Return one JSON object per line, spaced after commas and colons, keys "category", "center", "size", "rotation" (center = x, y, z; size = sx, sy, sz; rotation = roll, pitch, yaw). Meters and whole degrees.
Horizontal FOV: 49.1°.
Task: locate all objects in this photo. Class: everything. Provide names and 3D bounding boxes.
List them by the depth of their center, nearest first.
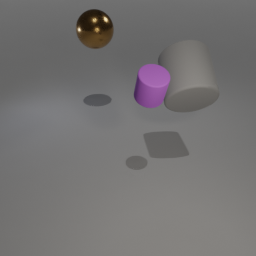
{"category": "cylinder", "center": [0.514, -0.920, 6.178], "size": [0.700, 0.700, 0.700], "rotation": [4, 54, -6]}
{"category": "cylinder", "center": [1.568, -1.328, 7.403], "size": [1.400, 1.400, 1.400], "rotation": [-3, 67, -5]}
{"category": "ball", "center": [-1.227, -3.656, 10.399], "size": [1.400, 1.400, 1.400], "rotation": [0, 29, 0]}
